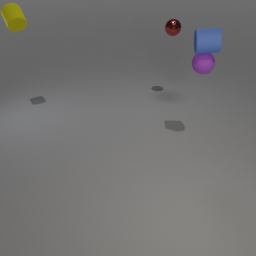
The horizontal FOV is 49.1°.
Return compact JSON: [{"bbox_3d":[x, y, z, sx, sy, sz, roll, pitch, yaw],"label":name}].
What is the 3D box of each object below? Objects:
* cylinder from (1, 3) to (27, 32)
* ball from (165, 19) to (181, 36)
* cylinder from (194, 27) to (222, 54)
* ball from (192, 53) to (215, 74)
[{"bbox_3d":[-4.090,-3.966,10.051,0.700,0.700,0.700,-20,74,-31],"label":"cylinder"},{"bbox_3d":[1.945,-4.326,12.063,0.700,0.700,0.700,0,30,0],"label":"ball"},{"bbox_3d":[2.314,-2.545,8.161,0.700,0.700,0.700,-2,30,7],"label":"cylinder"},{"bbox_3d":[2.333,-2.018,8.664,0.700,0.700,0.700,0,30,0],"label":"ball"}]
